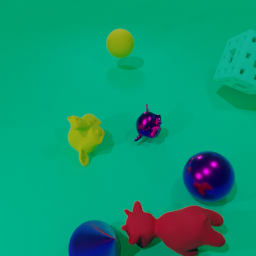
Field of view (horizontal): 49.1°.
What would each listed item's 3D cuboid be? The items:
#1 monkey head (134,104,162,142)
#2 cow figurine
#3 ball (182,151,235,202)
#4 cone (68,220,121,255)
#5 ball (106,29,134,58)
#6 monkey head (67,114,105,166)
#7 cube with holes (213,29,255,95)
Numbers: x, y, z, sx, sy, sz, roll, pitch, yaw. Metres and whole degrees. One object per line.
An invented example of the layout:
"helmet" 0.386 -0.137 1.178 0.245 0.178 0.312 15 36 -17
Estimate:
"monkey head" 0.592 -0.058 7.962 0.706 0.843 1.172 15 78 16
"cow figurine" 0.814 1.922 5.474 1.627 1.653 0.908 28 46 -18
"ball" 1.848 1.109 6.457 1.168 1.168 1.168 0 43 0
"cone" -0.442 2.132 5.148 1.082 1.086 1.082 12 57 -20
"ball" -0.282 -3.145 10.460 1.040 1.040 1.040 0 43 0
"monkey head" -1.269 0.141 7.470 0.974 1.163 1.616 -36 59 23
"cube with holes" 3.752 -1.937 8.598 1.396 1.396 1.396 20 3 -8
